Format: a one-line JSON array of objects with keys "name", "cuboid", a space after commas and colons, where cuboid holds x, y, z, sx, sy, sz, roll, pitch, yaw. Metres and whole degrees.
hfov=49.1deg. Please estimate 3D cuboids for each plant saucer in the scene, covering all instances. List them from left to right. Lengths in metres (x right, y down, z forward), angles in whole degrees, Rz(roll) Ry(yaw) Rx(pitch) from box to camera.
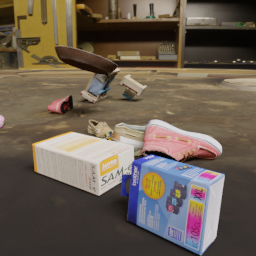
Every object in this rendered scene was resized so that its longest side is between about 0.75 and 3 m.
[{"name": "plant saucer", "cuboid": [-1.755, -2.704, 11.533, 2.651, 0.456, 2.651, 17, 2, -1]}]

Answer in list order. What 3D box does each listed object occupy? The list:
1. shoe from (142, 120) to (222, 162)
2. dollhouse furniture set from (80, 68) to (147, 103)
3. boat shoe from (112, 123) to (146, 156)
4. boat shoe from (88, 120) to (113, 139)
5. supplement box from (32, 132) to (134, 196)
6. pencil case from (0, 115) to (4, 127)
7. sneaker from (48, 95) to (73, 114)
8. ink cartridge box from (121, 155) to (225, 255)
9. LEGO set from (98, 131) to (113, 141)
[{"name": "shoe", "cuboid": [1.413, 0.607, 7.349, 2.186, 0.781, 0.994, 20, 54, -7]}, {"name": "dollhouse furniture set", "cuboid": [-0.806, -2.190, 16.190, 2.902, 2.045, 2.033, 32, 21, 5]}, {"name": "boat shoe", "cuboid": [0.783, 0.267, 8.166, 2.505, 0.857, 0.936, -3, 14, -15]}, {"name": "boat shoe", "cuboid": [-0.936, 0.038, 9.735, 0.525, 0.475, 1.474, -15, 21, -43]}, {"name": "supplement box", "cuboid": [-1.059, 0.745, 6.615, 2.081, 0.765, 1.312, 11, 19, 34]}, {"name": "pencil case", "cuboid": [-5.086, -0.261, 11.063, 0.360, 0.360, 0.824, -5, 17, -18]}, {"name": "sneaker", "cuboid": [-3.300, -1.200, 13.780, 0.851, 0.723, 1.962, 1, 16, 9]}, {"name": "ink cartridge box", "cuboid": [0.620, 1.125, 4.578, 1.633, 1.114, 0.624, 13, 14, 39]}, {"name": "LEGO set", "cuboid": [-0.706, 0.426, 8.732, 0.577, 0.435, 0.750, -26, 3, 20]}]
